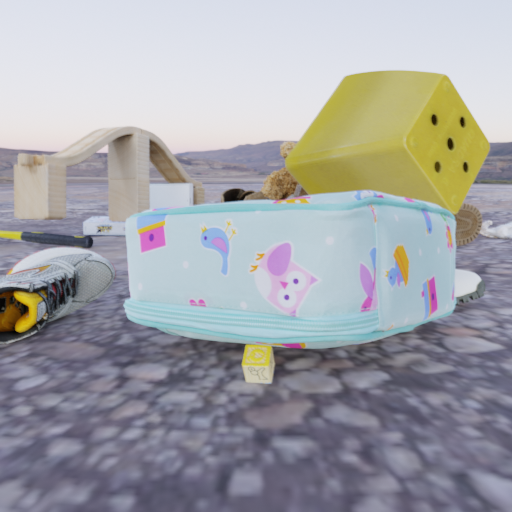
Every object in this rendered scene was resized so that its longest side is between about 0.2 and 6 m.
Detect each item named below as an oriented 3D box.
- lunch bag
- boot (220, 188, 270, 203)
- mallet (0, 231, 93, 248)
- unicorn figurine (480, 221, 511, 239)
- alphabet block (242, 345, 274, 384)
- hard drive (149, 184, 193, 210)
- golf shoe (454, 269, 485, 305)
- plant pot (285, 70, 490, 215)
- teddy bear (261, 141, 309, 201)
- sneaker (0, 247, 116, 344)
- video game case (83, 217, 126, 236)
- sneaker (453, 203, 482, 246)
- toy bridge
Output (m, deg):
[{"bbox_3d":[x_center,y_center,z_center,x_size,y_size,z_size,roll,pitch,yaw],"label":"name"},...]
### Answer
[{"bbox_3d":[0.422,0.101,5.396,2.483,1.193,3.095,-2,0,35],"label":"lunch bag"},{"bbox_3d":[0.129,-0.580,9.949,1.254,1.286,3.408,1,8,15],"label":"boot"},{"bbox_3d":[-4.798,-0.422,11.476,3.075,0.633,1.013,5,6,0],"label":"mallet"},{"bbox_3d":[5.638,-0.606,12.611,1.478,0.546,1.015,11,-10,-43],"label":"unicorn figurine"},{"bbox_3d":[0.019,0.839,4.343,0.215,0.220,0.216,-1,41,9],"label":"alphabet block"},{"bbox_3d":[-1.827,-1.163,11.846,1.097,0.724,0.144,3,6,28],"label":"hard drive"},{"bbox_3d":[1.704,0.142,6.786,2.053,0.904,0.792,5,9,18],"label":"golf shoe"},{"bbox_3d":[2.081,-1.486,8.220,1.837,2.083,2.083,-3,47,55],"label":"plant pot"},{"bbox_3d":[0.803,-1.596,12.118,0.912,2.732,1.981,39,5,41],"label":"teddy bear"},{"bbox_3d":[-2.215,0.471,5.564,0.824,0.781,2.006,14,25,37],"label":"sneaker"},{"bbox_3d":[-3.393,-0.732,13.607,1.352,0.339,1.491,-1,10,-8],"label":"video game case"},{"bbox_3d":[2.737,-0.868,11.765,3.402,1.212,1.913,5,12,-17],"label":"sneaker"},{"bbox_3d":[-2.313,-1.444,10.069,0.685,1.692,5.034,2,3,22],"label":"toy bridge"}]
